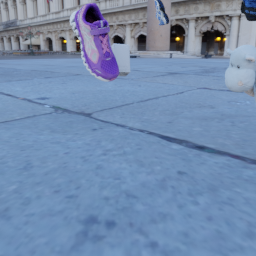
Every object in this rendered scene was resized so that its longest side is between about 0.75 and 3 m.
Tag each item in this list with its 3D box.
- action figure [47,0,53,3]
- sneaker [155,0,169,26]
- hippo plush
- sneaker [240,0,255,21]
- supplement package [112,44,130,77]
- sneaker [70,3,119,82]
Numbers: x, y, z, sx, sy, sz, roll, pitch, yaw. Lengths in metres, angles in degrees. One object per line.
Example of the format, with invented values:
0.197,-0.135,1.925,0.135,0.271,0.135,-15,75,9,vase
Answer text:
-2.223,-3.985,7.613,0.862,1.157,0.775,24,42,10,action figure
1.310,-4.812,11.644,0.435,1.129,0.427,-11,17,39,sneaker
2.712,-1.179,5.664,1.271,1.581,1.259,5,22,-31,hippo plush
2.839,-2.809,5.965,0.926,1.342,2.412,18,49,26,sneaker
-0.326,-2.680,11.117,0.673,1.124,0.681,-1,-3,-17,supplement package
-0.963,-2.816,8.992,1.071,2.663,1.177,-22,-3,-34,sneaker
